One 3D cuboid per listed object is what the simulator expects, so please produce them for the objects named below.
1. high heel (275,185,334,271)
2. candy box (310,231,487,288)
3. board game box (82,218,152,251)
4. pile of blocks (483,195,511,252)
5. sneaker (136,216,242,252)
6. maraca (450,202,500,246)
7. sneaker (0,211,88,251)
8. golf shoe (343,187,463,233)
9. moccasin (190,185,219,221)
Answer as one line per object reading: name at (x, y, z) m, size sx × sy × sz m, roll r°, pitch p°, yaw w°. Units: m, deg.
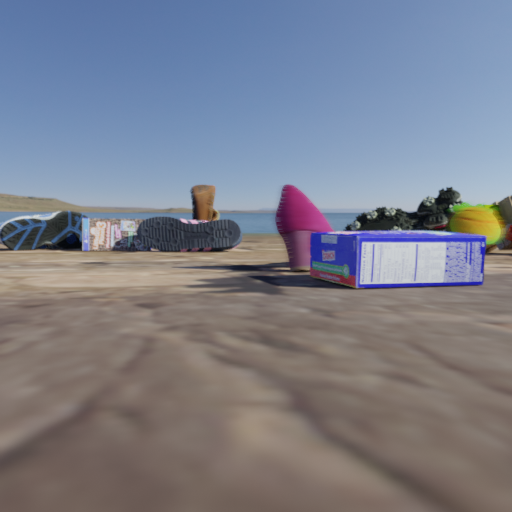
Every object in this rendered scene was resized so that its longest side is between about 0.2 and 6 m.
high heel at (0.855, -0.417, 7.973) m, size 0.775 × 1.105 × 2.299 m, roll -7°, pitch 1°, yaw 15°
candy box at (1.400, 0.011, 5.775) m, size 1.397 × 0.538 × 1.182 m, roll 0°, pitch 4°, yaw -15°
board game box at (-3.309, -0.514, 13.540) m, size 1.567 × 0.759 × 1.249 m, roll 0°, pitch 3°, yaw -9°
pile of blocks at (5.346, -0.665, 11.410) m, size 0.988 × 1.305 × 3.179 m, roll -1°, pitch 4°, yaw -22°
sneaker at (-1.488, -0.405, 12.778) m, size 2.372 × 0.832 × 0.973 m, roll 4°, pitch -9°, yaw 5°
maraca at (3.780, -0.569, 9.701) m, size 0.817 × 0.637 × 1.192 m, roll 10°, pitch 41°, yaw 8°
sneaker at (-5.324, -0.668, 14.143) m, size 1.028 × 1.010 × 2.668 m, roll 7°, pitch 5°, yaw 38°
golf shoe at (3.500, -0.534, 13.060) m, size 2.903 × 1.121 × 1.279 m, roll -14°, pitch -40°, yaw 16°
moccasin at (-1.297, -1.034, 14.740) m, size 0.771 × 1.997 × 0.731 m, roll -9°, pitch 40°, yaw -13°
